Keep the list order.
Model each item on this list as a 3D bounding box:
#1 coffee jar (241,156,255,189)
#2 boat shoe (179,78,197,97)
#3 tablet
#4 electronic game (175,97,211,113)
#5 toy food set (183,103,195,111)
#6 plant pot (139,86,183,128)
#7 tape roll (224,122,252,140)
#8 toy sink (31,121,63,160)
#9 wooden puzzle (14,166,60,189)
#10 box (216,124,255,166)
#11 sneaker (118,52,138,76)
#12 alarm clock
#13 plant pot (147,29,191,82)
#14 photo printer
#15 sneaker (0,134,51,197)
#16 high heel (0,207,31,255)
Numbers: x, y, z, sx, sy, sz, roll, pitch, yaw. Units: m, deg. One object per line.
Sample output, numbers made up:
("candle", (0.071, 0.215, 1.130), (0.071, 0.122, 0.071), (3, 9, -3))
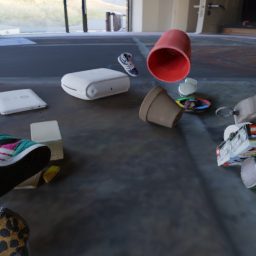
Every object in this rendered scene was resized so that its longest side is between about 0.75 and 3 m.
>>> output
("coffee jar", (3.775, 1.074, 6.843), (1.743, 0.909, 0.744), (-2, 67, -3))
("boat shoe", (2.916, -1.841, 13.787), (0.823, 0.698, 2.261), (23, 31, 10))
("tablet", (-5.165, -1.324, 13.139), (1.948, 0.204, 2.993), (-14, 28, -29))
("electronic game", (2.837, -1.065, 12.371), (1.621, 0.337, 1.621), (0, 24, 0))
("toy food set", (2.562, -0.928, 11.741), (0.503, 0.125, 0.791), (2, 28, 8))
("plant pot", (1.319, -0.644, 10.454), (1.264, 1.450, 1.450), (34, 37, 21))
("tape roll", (3.499, 0.304, 8.617), (0.613, 0.893, 0.893), (-9, 26, -20))
("toy sink", (-2.501, 0.406, 8.610), (0.837, 0.719, 1.284), (-8, 30, -18))
("wooden puzzle", (-2.780, 1.299, 7.258), (1.786, 0.209, 1.205), (1, 20, 3))
("box", (4.045, 0.455, 7.159), (2.967, 0.592, 2.031), (-1, -21, -3))
("sneaker", (0.085, -2.655, 11.613), (0.384, 1.095, 0.594), (-48, 7, -26))
("alarm clock", (4.173, -0.388, 9.120), (2.674, 1.804, 0.890), (6, 64, -4))
("plant pot", (1.729, -2.935, 11.037), (1.734, 1.734, 1.534), (8, 53, 17))
("photo printer", (-1.738, -2.270, 14.233), (2.915, 1.012, 2.425), (-19, 30, -37))
("sneaker", (-3.281, 0.854, 6.772), (1.474, 1.021, 2.441), (16, 26, 32))
("high heel", (-2.552, 1.945, 4.034), (2.247, 1.602, 0.802), (-9, 26, -19))
